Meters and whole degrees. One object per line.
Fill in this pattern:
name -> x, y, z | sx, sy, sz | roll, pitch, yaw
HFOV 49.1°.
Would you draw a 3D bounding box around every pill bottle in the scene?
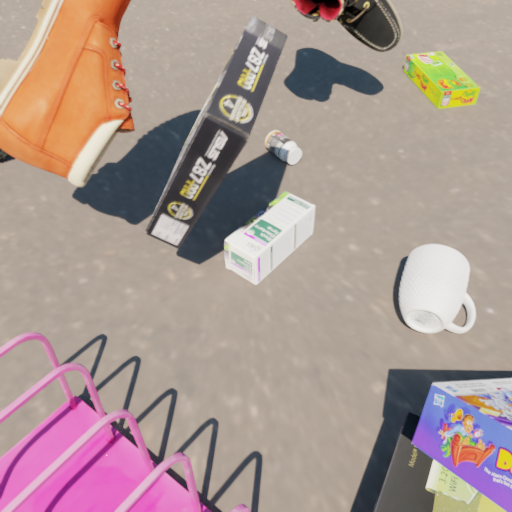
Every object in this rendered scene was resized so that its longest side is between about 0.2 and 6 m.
pill bottle -> 0.525, -2.070, 10.734 | 0.421, 0.421, 0.723 | -27, 51, -24

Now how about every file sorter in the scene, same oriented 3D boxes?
file sorter -> -1.724, 2.421, 5.167 | 3.001, 1.882, 2.086 | 29, 52, 26

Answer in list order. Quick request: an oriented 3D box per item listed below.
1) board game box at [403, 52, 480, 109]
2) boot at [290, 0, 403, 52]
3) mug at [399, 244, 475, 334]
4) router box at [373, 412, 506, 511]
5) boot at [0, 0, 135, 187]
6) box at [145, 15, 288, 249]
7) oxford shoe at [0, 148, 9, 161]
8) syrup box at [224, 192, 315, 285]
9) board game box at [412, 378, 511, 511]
board game box -> 4.156, -4.003, 12.677 | 0.916, 0.430, 1.804 | -10, 46, -10
boot -> 1.511, -4.489, 9.877 | 2.619, 0.958, 1.972 | 47, 36, -14
mug -> 2.568, 0.594, 7.831 | 1.195, 0.882, 1.048 | 34, 53, -8
router box -> 2.098, 3.466, 4.768 | 2.779, 0.923, 3.534 | 18, 47, 18
boot -> -1.997, -2.389, 6.984 | 1.661, 3.097, 1.162 | 32, 3, -8
box -> -0.527, -1.415, 6.803 | 0.571, 2.325, 1.874 | 25, 53, -12
oxford shoe -> -5.748, -2.258, 10.623 | 2.365, 0.859, 0.998 | 2, 44, 2
syrup box -> 0.231, -0.300, 8.804 | 0.610, 0.631, 1.550 | 29, 51, 27
board game box -> 3.179, 1.868, 5.240 | 2.881, 0.645, 1.937 | 7, 13, -37
